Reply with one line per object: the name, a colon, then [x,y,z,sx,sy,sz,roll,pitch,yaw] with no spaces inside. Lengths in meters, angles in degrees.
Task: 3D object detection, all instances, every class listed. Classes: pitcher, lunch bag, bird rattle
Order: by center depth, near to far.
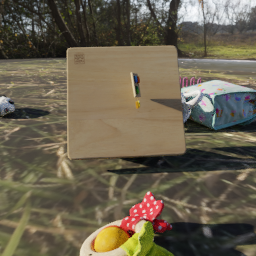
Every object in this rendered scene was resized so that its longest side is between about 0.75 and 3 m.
bird rattle: [-0.036,1.624,4.236,1.419,0.980,1.740,-16,15,3]
pitcher: [1.889,-0.941,10.830,1.898,1.341,2.212,-35,17,10]
lunch bag: [3.837,-1.043,11.214,2.664,1.625,2.270,-13,20,-19]

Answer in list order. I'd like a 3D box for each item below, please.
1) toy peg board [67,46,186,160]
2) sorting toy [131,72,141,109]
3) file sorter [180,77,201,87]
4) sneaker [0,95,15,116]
toy peg board: [-0.122,-0.599,7.941,2.988,2.976,1.461,-2,-11,-5]
sorting toy: [0.239,-0.928,6.935,0.117,0.870,0.648,-8,5,14]
file sorter: [3.292,-2.382,16.192,1.724,1.081,1.198,7,19,21]
sneaker: [-5.736,-1.082,12.733,0.971,0.813,2.194,-13,31,-33]
